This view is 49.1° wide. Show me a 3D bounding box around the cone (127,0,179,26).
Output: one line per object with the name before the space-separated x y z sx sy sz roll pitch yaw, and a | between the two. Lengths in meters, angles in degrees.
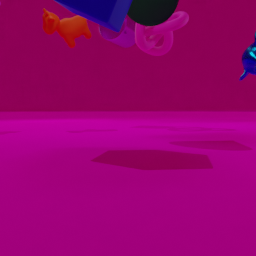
cone | 0.635 -2.965 5.928 1.260 1.260 1.265 2 33 27

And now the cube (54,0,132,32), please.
cube | -0.436 -2.071 4.138 0.893 0.893 0.893 25 13 4

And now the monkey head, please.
monkey head | 3.385 -1.814 7.417 1.038 1.442 0.869 -20 40 -39

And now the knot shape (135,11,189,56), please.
knot shape | 0.973 -3.190 9.594 2.056 0.950 1.924 -21 -16 -20

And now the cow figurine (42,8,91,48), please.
cow figurine | -1.906 -3.168 8.609 1.357 1.336 0.745 -30 46 -6

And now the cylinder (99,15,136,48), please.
cylinder | -0.298 -3.733 10.521 1.173 1.173 1.173 2 2 28
